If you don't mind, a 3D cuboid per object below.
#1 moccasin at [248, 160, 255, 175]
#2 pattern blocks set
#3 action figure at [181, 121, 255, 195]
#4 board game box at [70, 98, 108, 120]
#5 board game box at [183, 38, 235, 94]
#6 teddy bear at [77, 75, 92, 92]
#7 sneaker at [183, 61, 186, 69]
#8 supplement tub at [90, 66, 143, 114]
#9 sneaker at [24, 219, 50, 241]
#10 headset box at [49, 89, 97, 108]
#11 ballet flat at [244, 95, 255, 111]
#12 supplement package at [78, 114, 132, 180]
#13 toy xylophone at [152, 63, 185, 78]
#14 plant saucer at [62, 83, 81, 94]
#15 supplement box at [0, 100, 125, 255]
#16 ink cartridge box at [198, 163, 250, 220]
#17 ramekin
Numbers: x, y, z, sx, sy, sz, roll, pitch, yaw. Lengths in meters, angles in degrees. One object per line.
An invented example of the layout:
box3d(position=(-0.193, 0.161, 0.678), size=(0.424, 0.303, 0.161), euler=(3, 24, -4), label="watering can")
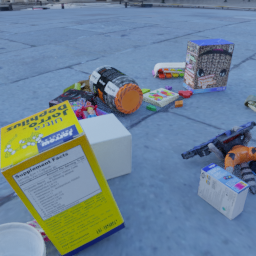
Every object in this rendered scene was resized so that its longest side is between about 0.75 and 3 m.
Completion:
box3d(position=(4.379, 0.984, 9.114), size=(0.607, 0.514, 1.509), euler=(19, 35, 29), label="moccasin")
box3d(position=(1.629, -1.549, 13.835), size=(2.546, 0.235, 2.896), euler=(18, 35, 29), label="pattern blocks set")
box3d(position=(3.147, 0.957, 8.934), size=(2.594, 1.357, 2.509), euler=(-24, 20, 12), label="action figure")
box3d(position=(-1.446, -0.417, 10.843), size=(2.365, 0.460, 1.868), euler=(25, 40, 5), label="board game box")
box3d(position=(4.096, -3.200, 14.448), size=(1.973, 2.474, 1.198), euler=(-8, 31, -14), label="board game box")
box3d(position=(-2.028, -2.021, 14.397), size=(1.463, 0.674, 2.018), euler=(-2, 37, 12), label="teddy bear")
box3d(position=(4.165, -4.063, 18.032), size=(1.450, 0.547, 0.554), euler=(-20, 41, -13), label="sneaker")
box3d(position=(-0.541, -1.751, 12.758), size=(1.634, 1.634, 2.668), euler=(-16, 33, -25), label="supplement tub")
box3d(position=(-2.261, 2.428, 6.763), size=(0.993, 0.404, 0.438), euler=(9, 29, -1), label="sneaker")
box3d(position=(-2.435, -1.001, 12.372), size=(1.434, 0.723, 1.929), euler=(12, 32, 21), label="headset box")
box3d(position=(6.177, -0.855, 12.357), size=(0.687, 0.727, 2.157), euler=(-46, 46, -16), label="ballet flat")
box3d(position=(-1.338, 0.727, 8.546), size=(2.576, 1.511, 1.506), euler=(-13, 32, -21), label="supplement package")
box3d(position=(2.709, -3.343, 16.549), size=(2.582, 0.649, 1.891), euler=(3, 30, 5), label="toy xylophone")
box3d(position=(-2.862, -1.836, 13.853), size=(1.051, 0.252, 1.052), euler=(-28, 30, 8), label="plant saucer")
box3d(position=(-1.355, 1.149, 6.149), size=(1.564, 2.873, 1.574), euler=(-25, 35, -10), label="supplement box")
box3d(position=(2.441, 1.617, 7.559), size=(0.536, 0.958, 1.404), euler=(-20, 36, -31), label="ink cartridge box")
box3d(position=(-2.432, 2.815, 5.569), size=(1.640, 0.861, 1.640), euler=(0, 29, 0), label="ramekin")
